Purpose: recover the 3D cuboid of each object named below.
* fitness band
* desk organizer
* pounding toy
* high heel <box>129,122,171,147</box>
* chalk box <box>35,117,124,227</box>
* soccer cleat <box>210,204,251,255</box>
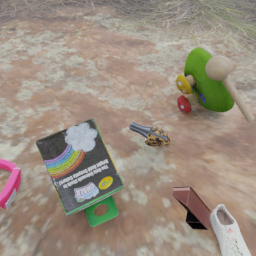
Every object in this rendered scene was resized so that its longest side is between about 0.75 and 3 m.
[{"bbox_3d":[-3.250,1.314,6.354,1.384,0.361,1.927,4,29,-4],"label":"fitness band"},{"bbox_3d":[1.243,1.583,5.489,0.379,1.057,0.407,-11,44,36],"label":"desk organizer"},{"bbox_3d":[2.107,-1.101,8.239,1.295,2.154,2.790,-30,19,1],"label":"pounding toy"},{"bbox_3d":[0.891,0.307,7.127,1.578,0.563,1.125,22,0,-43],"label":"high heel"},{"bbox_3d":[-0.875,0.999,5.859,1.245,1.236,1.994,-23,84,-9],"label":"chalk box"},{"bbox_3d":[1.994,2.168,5.387,0.511,0.573,1.476,-8,38,-9],"label":"soccer cleat"}]
